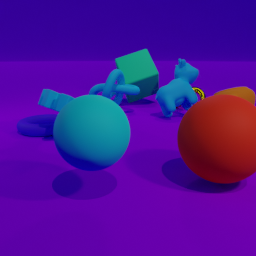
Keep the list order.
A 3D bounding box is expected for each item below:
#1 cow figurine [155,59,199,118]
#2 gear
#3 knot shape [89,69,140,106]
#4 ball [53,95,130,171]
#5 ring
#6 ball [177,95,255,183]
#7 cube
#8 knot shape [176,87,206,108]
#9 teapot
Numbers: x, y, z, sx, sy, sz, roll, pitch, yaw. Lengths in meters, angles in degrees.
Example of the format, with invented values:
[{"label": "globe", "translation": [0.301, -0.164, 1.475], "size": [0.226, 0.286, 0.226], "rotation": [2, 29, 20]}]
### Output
[{"label": "cow figurine", "translation": [1.570, -1.340, 9.057], "size": [1.708, 1.681, 0.938], "rotation": [-19, -19, -14]}, {"label": "gear", "translation": [-1.047, -0.366, 6.666], "size": [2.057, 0.380, 2.057], "rotation": [20, -2, 1]}, {"label": "knot shape", "translation": [-0.566, -1.163, 9.431], "size": [1.608, 0.794, 1.719], "rotation": [-32, -19, 24]}, {"label": "ball", "translation": [-0.480, 0.065, 3.760], "size": [1.016, 1.016, 1.016], "rotation": [0, 15, 0]}, {"label": "ring", "translation": [-2.181, -0.097, 7.485], "size": [1.491, 0.298, 1.491], "rotation": [0, 15, 0]}, {"label": "ball", "translation": [1.429, 0.163, 4.274], "size": [1.341, 1.341, 1.341], "rotation": [0, 15, 0]}, {"label": "cube", "translation": [0.384, -2.085, 11.333], "size": [1.355, 1.355, 1.355], "rotation": [-19, -27, -3]}, {"label": "knot shape", "translation": [2.347, -1.198, 10.839], "size": [1.379, 0.681, 1.473], "rotation": [-2, 20, -7]}, {"label": "teapot", "translation": [2.660, -0.542, 7.074], "size": [1.111, 0.875, 1.787], "rotation": [-11, -5, 19]}]
